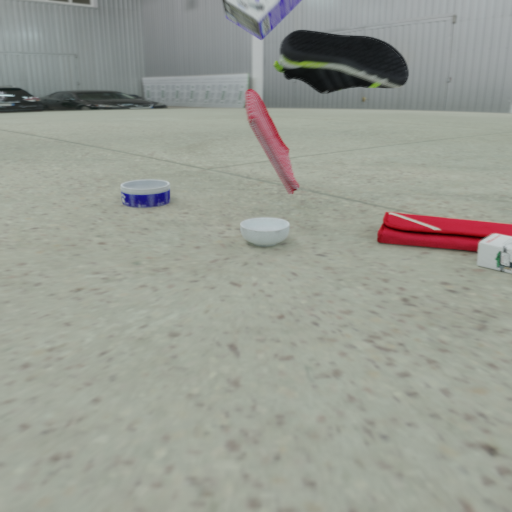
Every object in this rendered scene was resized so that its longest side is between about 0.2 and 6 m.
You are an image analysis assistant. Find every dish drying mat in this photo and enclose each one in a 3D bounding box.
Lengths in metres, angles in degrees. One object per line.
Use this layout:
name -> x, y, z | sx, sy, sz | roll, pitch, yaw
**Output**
dish drying mat -> 4.850, -0.458, 11.751 | 4.392, 0.400, 1.687 | 6, 19, 17

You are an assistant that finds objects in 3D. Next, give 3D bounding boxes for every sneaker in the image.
sneaker -> 1.498, -3.341, 9.967 | 2.341, 0.969, 0.839 | 16, 64, 5

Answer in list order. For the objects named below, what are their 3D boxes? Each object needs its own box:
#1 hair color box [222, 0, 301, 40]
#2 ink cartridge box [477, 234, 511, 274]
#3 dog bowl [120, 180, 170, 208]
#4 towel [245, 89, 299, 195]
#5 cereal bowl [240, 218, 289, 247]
hair color box -> 0.170, -2.917, 6.147 | 0.553, 0.328, 1.012 | 39, 78, 19
ink cartridge box -> 4.774, -0.006, 10.300 | 1.143, 0.482, 0.835 | 17, 25, 40
dog bowl -> -3.001, -1.705, 15.229 | 1.316, 0.518, 1.316 | 0, 19, 0
towel -> 0.315, -2.569, 12.205 | 0.291, 1.875, 2.592 | -27, 26, 12
cereal bowl -> 0.181, -0.472, 11.744 | 1.051, 0.438, 1.051 | 0, 18, 0
